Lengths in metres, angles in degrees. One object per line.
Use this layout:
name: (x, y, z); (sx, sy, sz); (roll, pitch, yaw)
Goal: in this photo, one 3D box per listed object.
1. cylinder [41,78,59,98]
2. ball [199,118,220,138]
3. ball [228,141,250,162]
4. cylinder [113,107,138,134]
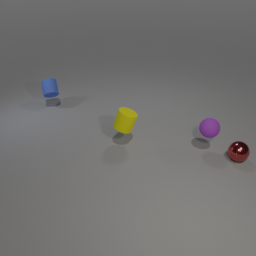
cylinder: (-3.596, -1.836, 12.908); (0.700, 0.700, 0.700); (-13, -9, -2)
ball: (2.826, -0.003, 9.693); (0.700, 0.700, 0.700); (0, 30, 0)
ball: (3.752, 0.793, 9.494); (0.700, 0.700, 0.700); (0, 30, 0)
cylinder: (-0.100, -0.270, 9.945); (0.700, 0.700, 0.700); (18, 26, -9)
